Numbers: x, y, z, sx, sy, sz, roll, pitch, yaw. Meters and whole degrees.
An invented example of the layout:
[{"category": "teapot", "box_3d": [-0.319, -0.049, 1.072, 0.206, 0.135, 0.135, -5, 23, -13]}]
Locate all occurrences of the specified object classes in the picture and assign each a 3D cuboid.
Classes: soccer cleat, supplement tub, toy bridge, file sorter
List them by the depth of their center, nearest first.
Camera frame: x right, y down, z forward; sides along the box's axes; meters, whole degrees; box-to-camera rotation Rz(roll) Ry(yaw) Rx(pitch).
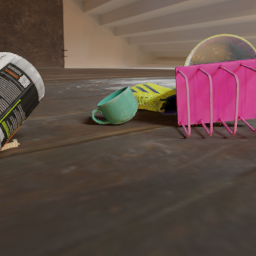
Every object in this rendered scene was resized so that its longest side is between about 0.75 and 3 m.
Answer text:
[{"category": "supplement tub", "box_3d": [-2.411, -0.316, 4.778, 1.217, 1.217, 1.987, 5, 43, 18]}, {"category": "toy bridge", "box_3d": [-2.607, 0.368, 5.436, 0.942, 0.128, 0.317, -7, 19, -26]}, {"category": "file sorter", "box_3d": [2.234, -0.656, 6.334, 2.105, 1.463, 1.320, -5, 20, 3]}, {"category": "soccer cleat", "box_3d": [0.886, -0.886, 8.942, 2.680, 0.867, 1.121, 3, 32, 27]}]

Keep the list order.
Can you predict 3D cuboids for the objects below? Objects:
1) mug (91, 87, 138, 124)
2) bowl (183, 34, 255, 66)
[{"category": "mug", "box_3d": [-0.300, -0.514, 7.511, 1.172, 0.724, 0.963, -24, 17, 27]}, {"category": "bowl", "box_3d": [2.317, -1.457, 7.317, 1.906, 1.906, 1.025, 1, 18, 3]}]
